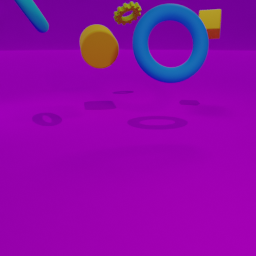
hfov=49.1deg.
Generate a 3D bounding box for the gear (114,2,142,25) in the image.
[{"bbox_3d":[-0.017,-4.773,11.714,1.169,0.216,1.169,-19,-13,-4],"label":"gear"}]

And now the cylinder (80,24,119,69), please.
[{"bbox_3d":[-1.030,-2.861,9.785,1.266,1.266,1.266,-3,29,-10],"label":"cylinder"}]

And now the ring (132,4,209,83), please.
[{"bbox_3d":[1.111,-2.177,7.262,2.013,2.013,0.403,-2,4,-6],"label":"ring"}]

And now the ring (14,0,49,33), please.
[{"bbox_3d":[-2.551,-3.112,6.878,0.338,1.691,1.691,-36,22,-2],"label":"ring"}]

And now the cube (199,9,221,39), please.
[{"bbox_3d":[2.839,-3.585,9.736,0.720,0.720,0.720,4,-9,18],"label":"cube"}]
